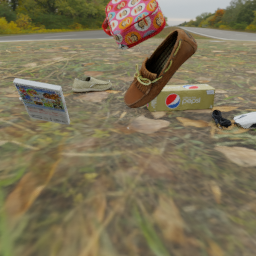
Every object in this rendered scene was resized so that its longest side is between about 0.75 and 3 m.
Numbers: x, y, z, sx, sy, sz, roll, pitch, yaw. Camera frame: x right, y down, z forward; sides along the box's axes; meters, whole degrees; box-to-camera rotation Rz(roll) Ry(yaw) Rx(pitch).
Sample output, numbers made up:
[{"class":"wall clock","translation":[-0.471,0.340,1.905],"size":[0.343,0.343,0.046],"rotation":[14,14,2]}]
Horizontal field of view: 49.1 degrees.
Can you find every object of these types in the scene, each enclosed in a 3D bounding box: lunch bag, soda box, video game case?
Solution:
[{"class":"lunch bag","translation":[0.069,-3.807,9.584],"size":[2.084,0.969,2.365],"rotation":[-24,49,17]},{"class":"soda box","translation":[1.930,-1.157,10.563],"size":[2.475,0.792,0.838],"rotation":[-2,22,-8]},{"class":"video game case","translation":[-1.603,-0.467,5.363],"size":[0.845,1.180,0.106],"rotation":[11,60,3]}]

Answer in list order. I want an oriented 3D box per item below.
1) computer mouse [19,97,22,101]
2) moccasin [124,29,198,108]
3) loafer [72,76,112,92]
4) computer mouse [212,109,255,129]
[{"class":"computer mouse","translation":[-3.702,-1.052,11.069],"size":[1.164,0.255,0.638],"rotation":[8,27,6]},{"class":"moccasin","translation":[0.499,-1.103,5.488],"size":[0.732,1.896,0.693],"rotation":[7,53,-43]},{"class":"loafer","translation":[-1.642,-2.072,13.047],"size":[1.935,0.661,0.732],"rotation":[-11,24,-26]},{"class":"computer mouse","translation":[3.764,-0.294,8.841],"size":[2.046,0.449,1.122],"rotation":[2,20,4]}]
